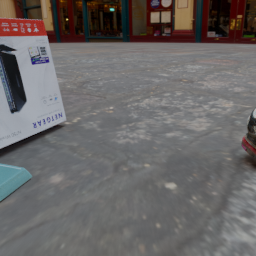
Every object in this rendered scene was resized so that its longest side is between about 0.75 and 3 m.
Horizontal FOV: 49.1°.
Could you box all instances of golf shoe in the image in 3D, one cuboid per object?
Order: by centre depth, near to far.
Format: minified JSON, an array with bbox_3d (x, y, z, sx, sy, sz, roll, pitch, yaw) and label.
[{"bbox_3d":[3.603,-0.069,5.198,2.778,1.279,1.009,-3,33,-10],"label":"golf shoe"}]

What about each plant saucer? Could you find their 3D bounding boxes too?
[{"bbox_3d":[-2.474,1.110,3.913,0.887,0.241,2.538,7,19,16],"label":"plant saucer"}]

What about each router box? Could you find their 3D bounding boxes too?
[{"bbox_3d":[-2.757,-0.997,6.106,0.703,2.581,2.876,-3,16,28],"label":"router box"}]
